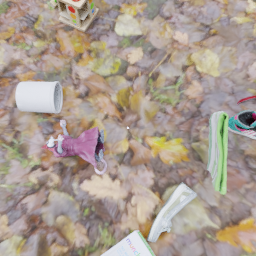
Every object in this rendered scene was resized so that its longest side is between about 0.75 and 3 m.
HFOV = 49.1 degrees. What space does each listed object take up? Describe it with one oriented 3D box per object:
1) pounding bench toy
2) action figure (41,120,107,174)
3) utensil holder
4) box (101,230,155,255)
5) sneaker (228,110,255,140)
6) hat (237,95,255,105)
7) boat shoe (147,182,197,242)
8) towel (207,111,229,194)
[{"bbox_3d":[-2.367,-5.124,11.101,1.994,1.555,1.238,26,72,9],"label":"pounding bench toy"},{"bbox_3d":[-1.822,0.643,9.456,2.158,1.607,1.446,-7,26,11],"label":"action figure"},{"bbox_3d":[-3.096,-1.091,9.882,1.322,1.124,1.124,2,70,4],"label":"utensil holder"},{"bbox_3d":[0.083,4.510,7.616,2.209,1.210,2.503,-33,68,-6],"label":"box"},{"bbox_3d":[4.331,-0.133,9.557,1.689,1.020,0.706,12,70,4],"label":"sneaker"},{"bbox_3d":[5.649,-1.650,10.507,2.345,2.064,1.942,14,76,-40],"label":"hat"},{"bbox_3d":[1.345,2.678,8.683,0.673,0.774,2.100,34,67,16],"label":"boat shoe"},{"bbox_3d":[2.554,0.558,8.123,0.432,2.813,2.098,0,92,14],"label":"towel"}]
